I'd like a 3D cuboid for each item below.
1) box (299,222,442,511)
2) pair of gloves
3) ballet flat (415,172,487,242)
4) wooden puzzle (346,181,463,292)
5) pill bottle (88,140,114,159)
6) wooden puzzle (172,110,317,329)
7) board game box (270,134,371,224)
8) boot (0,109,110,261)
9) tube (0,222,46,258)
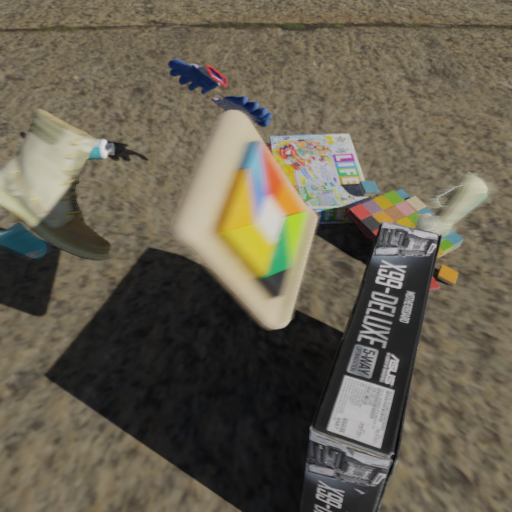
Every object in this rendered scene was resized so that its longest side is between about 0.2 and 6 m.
[{"bbox_3d":[1.454,1.688,7.184,0.868,2.751,3.488,14,43,15],"label":"box"},{"bbox_3d":[-0.666,-3.053,10.645,1.687,2.099,0.239,27,88,54],"label":"pair of gloves"},{"bbox_3d":[2.950,-0.634,9.066,1.768,0.551,0.596,-45,9,-2],"label":"ballet flat"},{"bbox_3d":[2.980,-0.546,11.136,1.731,0.205,2.919,-23,60,-33],"label":"wooden puzzle"},{"bbox_3d":[-3.934,-2.618,13.740,0.850,0.471,0.471,0,42,0],"label":"pill bottle"},{"bbox_3d":[0.039,-0.368,5.883,0.339,1.821,1.684,-8,51,37],"label":"wooden puzzle"},{"bbox_3d":[1.375,-1.821,12.804,1.978,0.503,2.942,-2,42,-2],"label":"board game box"},{"bbox_3d":[-2.523,-0.940,7.584,1.871,1.447,0.674,35,8,1],"label":"boot"},{"bbox_3d":[-3.597,-0.222,8.624,0.461,1.192,0.300,-40,81,-8],"label":"tube"}]
